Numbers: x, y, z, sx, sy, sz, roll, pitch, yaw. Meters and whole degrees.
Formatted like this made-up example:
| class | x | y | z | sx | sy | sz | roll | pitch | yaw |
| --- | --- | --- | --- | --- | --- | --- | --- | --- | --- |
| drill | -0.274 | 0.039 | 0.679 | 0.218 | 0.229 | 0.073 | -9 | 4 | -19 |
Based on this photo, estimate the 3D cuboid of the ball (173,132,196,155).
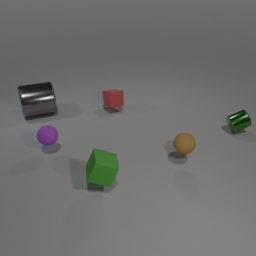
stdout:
| class | x | y | z | sx | sy | sz | roll | pitch | yaw |
| --- | --- | --- | --- | --- | --- | --- | --- | --- | --- |
| ball | 1.793 | 0.490 | 8.871 | 0.700 | 0.700 | 0.700 | 0 | 29 | 0 |

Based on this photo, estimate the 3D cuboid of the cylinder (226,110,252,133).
| class | x | y | z | sx | sy | sz | roll | pitch | yaw |
| --- | --- | --- | --- | --- | --- | --- | --- | --- | --- |
| cylinder | 4.348 | -0.269 | 10.988 | 0.700 | 0.700 | 0.700 | -25 | 28 | 7 |

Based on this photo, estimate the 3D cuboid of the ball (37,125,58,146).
| class | x | y | z | sx | sy | sz | roll | pitch | yaw |
| --- | --- | --- | --- | --- | --- | --- | --- | --- | --- |
| ball | -2.720 | 0.247 | 9.487 | 0.700 | 0.700 | 0.700 | 0 | 29 | 0 |

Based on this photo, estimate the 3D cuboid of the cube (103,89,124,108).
| class | x | y | z | sx | sy | sz | roll | pitch | yaw |
| --- | --- | --- | --- | --- | --- | --- | --- | --- | --- |
| cube | -0.661 | -1.351 | 12.673 | 0.700 | 0.700 | 0.700 | -12 | 18 | -31 |

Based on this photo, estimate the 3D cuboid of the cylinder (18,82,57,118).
| class | x | y | z | sx | sy | sz | roll | pitch | yaw |
| --- | --- | --- | --- | --- | --- | --- | --- | --- | --- |
| cylinder | -3.987 | -1.249 | 12.324 | 1.400 | 1.400 | 1.400 | -12 | 31 | -21 |

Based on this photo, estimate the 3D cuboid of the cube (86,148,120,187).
| class | x | y | z | sx | sy | sz | roll | pitch | yaw |
| --- | --- | --- | --- | --- | --- | --- | --- | --- | --- |
| cube | -0.726 | 1.099 | 7.812 | 0.700 | 0.700 | 0.700 | 17 | 25 | -21 |
